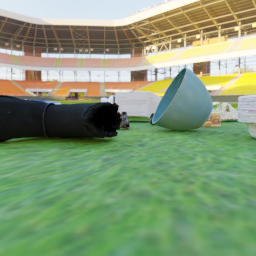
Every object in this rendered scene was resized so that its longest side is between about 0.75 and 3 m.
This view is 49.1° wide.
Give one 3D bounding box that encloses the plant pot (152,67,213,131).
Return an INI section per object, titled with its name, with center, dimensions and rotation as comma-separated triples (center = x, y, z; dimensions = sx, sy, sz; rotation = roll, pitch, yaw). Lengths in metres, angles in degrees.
[plant pot]
center = 1.907, -0.729, 9.117
dimensions = 1.390, 2.065, 2.065
rotation = 29, 3, -6

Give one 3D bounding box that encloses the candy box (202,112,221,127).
[candy box]
center = 3.063, -0.331, 10.780
dimensions = 0.958, 0.553, 0.265
rotation = -1, 5, -6

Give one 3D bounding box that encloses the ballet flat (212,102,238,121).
[ballet flat]
center = 4.448, -0.757, 13.396
dimensions = 2.937, 1.054, 1.054
rotation = -2, 6, -32

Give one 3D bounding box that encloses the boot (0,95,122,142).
[boot]
center = -1.730, -0.175, 6.451
dimensions = 2.426, 1.095, 2.960
rotation = 3, 2, 28

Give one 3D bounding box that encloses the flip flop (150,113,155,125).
[flip flop]
center = 1.348, -0.327, 11.094
dimensions = 0.455, 0.641, 1.581
rotation = 13, -5, -21

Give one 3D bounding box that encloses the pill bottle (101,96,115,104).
[pill bottle]
center = -0.719, -1.627, 20.309
dimensions = 2.423, 1.449, 1.449
rotation = -1, 5, -3

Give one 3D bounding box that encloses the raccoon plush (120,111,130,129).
[raccoon plush]
center = -0.371, -0.106, 9.813
dimensions = 0.821, 0.593, 1.225
rotation = -13, -22, -2

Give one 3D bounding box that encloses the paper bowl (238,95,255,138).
[paper bowl]
center = 3.859, -0.269, 6.968
dimensions = 2.127, 1.106, 2.127
rotation = -1, 6, 0

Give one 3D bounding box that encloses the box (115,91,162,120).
[box]
center = 0.552, -1.032, 13.567
dimensions = 1.813, 1.191, 1.822
rotation = 4, -3, 29

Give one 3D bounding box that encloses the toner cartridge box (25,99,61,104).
[toner cartridge box]
center = -2.746, -0.442, 8.138
dimensions = 1.511, 0.718, 0.326
rotation = 2, 16, -28
